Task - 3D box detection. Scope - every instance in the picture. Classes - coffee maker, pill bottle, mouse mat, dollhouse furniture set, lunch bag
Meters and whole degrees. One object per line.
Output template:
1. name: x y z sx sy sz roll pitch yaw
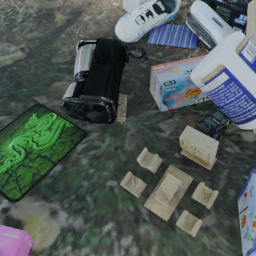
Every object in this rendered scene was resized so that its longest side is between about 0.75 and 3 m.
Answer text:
1. coffee maker: -0.631 -1.302 7.548 2.019 1.416 2.102 -9 58 25
2. pill bottle: 2.941 -0.881 6.811 2.586 1.548 1.548 45 58 -6
3. mouse mat: -2.565 0.471 7.160 2.022 0.095 2.512 29 55 22
4. dollhouse furniture set: 1.155 1.097 6.225 1.755 1.243 1.910 30 78 23
5. lunch bag: 3.208 1.787 5.156 1.954 1.210 1.661 16 35 9

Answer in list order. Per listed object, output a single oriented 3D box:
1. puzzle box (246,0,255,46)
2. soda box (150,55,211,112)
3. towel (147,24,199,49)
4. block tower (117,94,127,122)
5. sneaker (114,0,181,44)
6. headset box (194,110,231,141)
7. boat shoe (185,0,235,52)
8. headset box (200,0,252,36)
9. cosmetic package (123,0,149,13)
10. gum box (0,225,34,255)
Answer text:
1. puzzle box: 4.738 -2.893 8.873 2.380 0.303 1.583 23 64 -19
2. soda box: 2.191 -1.432 8.163 2.987 0.950 1.021 -14 52 -10
3. towel: 1.708 -3.381 10.314 1.789 0.213 1.295 10 53 11
4. block tower: -0.162 -0.586 7.927 0.256 0.239 0.885 2 51 1
5. sneaker: 0.713 -4.038 10.081 2.983 1.081 1.072 -38 91 -24
6. headset box: 2.076 0.075 7.032 0.890 0.774 0.413 -28 55 -23
7. boat shoe: 2.942 -3.033 9.544 0.982 0.928 2.736 -34 80 -33
8. headset box: 3.958 -4.293 10.324 2.067 1.101 2.374 37 53 27
9. cosmetic package: 0.537 -5.161 11.172 1.080 1.086 1.298 -22 54 -17
10. gum box: -2.877 2.340 5.261 1.795 0.594 1.019 9 51 8
